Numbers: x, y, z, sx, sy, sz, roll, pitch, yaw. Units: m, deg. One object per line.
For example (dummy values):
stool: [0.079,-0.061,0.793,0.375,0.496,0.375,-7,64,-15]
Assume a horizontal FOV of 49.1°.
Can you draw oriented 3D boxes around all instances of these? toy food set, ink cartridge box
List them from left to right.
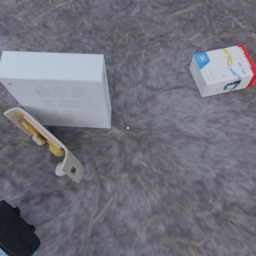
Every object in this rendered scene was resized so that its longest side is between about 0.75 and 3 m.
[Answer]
toy food set: [-1.930,0.450,6.546,1.982,1.422,0.599,38,76,18]
ink cartridge box: [2.883,-1.673,7.986,1.923,0.647,1.117,-13,63,-6]

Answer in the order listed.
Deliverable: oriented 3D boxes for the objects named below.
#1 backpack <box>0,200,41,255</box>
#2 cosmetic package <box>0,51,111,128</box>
backpack: [-2.804,2.329,5.676,1.280,1.569,1.207,57,39,-14]
cosmetic package: [-1.443,-0.739,6.473,1.982,2.629,0.679,1,71,0]
